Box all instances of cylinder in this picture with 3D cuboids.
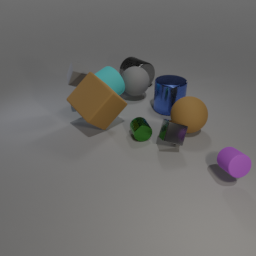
[{"bbox_3d":[3.031,0.971,8.037,0.700,0.700,0.700,-5,16,-9],"label":"cylinder"},{"bbox_3d":[-1.095,-1.813,12.500,1.400,1.400,1.400,-39,46,-25],"label":"cylinder"},{"bbox_3d":[0.484,-2.979,15.033,1.400,1.400,1.400,-20,36,-30],"label":"cylinder"},{"bbox_3d":[0.484,0.042,10.554,0.700,0.700,0.700,-7,31,-12],"label":"cylinder"},{"bbox_3d":[1.863,-1.472,12.452,1.400,1.400,1.400,0,30,0],"label":"cylinder"}]

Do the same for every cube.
[{"bbox_3d":[1.547,0.140,9.676,0.700,0.700,0.700,14,8,-11],"label":"cube"},{"bbox_3d":[-2.006,-2.124,11.251,0.700,0.700,0.700,9,40,-26],"label":"cube"},{"bbox_3d":[-1.155,-0.992,10.652,1.400,1.400,1.400,45,6,25],"label":"cube"}]

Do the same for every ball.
[{"bbox_3d":[0.336,-2.235,13.408,1.400,1.400,1.400,0,30,0],"label":"ball"},{"bbox_3d":[2.322,-0.504,10.664,1.400,1.400,1.400,0,30,0],"label":"ball"}]
